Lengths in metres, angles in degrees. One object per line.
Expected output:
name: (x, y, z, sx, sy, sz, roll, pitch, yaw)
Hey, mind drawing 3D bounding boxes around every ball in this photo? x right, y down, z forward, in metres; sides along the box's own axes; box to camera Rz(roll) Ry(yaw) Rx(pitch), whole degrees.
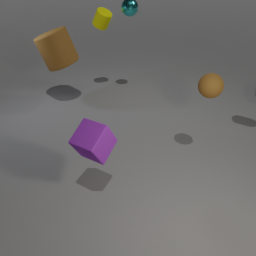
ball: (2.305, -1.177, 7.797, 0.700, 0.700, 0.700, 0, 30, 0)
ball: (0.073, -4.953, 11.496, 0.700, 0.700, 0.700, 0, 30, 0)

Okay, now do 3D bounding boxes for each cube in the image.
cube: (-0.787, 0.306, 6.427, 0.700, 0.700, 0.700, 18, 66, 29)

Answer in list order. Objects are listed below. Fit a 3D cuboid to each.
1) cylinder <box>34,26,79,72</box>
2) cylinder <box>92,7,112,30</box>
cylinder: (-2.950, -3.284, 11.642, 1.400, 1.400, 1.400, -17, 29, 10)
cylinder: (-1.129, -4.775, 12.248, 0.700, 0.700, 0.700, 16, 47, -18)
